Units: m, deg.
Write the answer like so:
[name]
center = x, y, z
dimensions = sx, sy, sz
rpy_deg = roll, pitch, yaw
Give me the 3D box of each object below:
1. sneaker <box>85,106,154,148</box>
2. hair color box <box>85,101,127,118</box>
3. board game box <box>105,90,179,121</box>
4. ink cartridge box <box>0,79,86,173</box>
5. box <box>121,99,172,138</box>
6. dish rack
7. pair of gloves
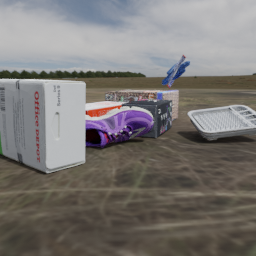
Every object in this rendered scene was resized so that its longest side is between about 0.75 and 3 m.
[sneaker]
center = -0.478, 0.147, 7.688
dimensions = 2.589, 1.044, 1.080
rpy_deg = -11, 28, -12
[hair color box]
center = -1.032, -0.396, 9.992
dimensions = 1.511, 0.912, 2.977
rpy_deg = 6, 12, 32
[board game box]
center = 0.638, -0.974, 12.171
dimensions = 2.618, 1.268, 2.087
rpy_deg = 4, 11, 26
[ink cartridge box]
center = -2.095, -0.182, 6.328
dimensions = 2.470, 1.803, 1.038
rpy_deg = 10, 13, 41
[box]
center = 0.704, -0.395, 9.554
dimensions = 1.224, 1.062, 2.003
rpy_deg = 4, 12, 22
[dish rack]
center = 3.010, -0.152, 8.676
dimensions = 2.039, 0.444, 1.750
rpy_deg = -6, 26, -4
[pair of gloves]
center = 2.020, -2.310, 11.676
dimensions = 0.208, 1.465, 1.822
rpy_deg = 41, 12, 15
